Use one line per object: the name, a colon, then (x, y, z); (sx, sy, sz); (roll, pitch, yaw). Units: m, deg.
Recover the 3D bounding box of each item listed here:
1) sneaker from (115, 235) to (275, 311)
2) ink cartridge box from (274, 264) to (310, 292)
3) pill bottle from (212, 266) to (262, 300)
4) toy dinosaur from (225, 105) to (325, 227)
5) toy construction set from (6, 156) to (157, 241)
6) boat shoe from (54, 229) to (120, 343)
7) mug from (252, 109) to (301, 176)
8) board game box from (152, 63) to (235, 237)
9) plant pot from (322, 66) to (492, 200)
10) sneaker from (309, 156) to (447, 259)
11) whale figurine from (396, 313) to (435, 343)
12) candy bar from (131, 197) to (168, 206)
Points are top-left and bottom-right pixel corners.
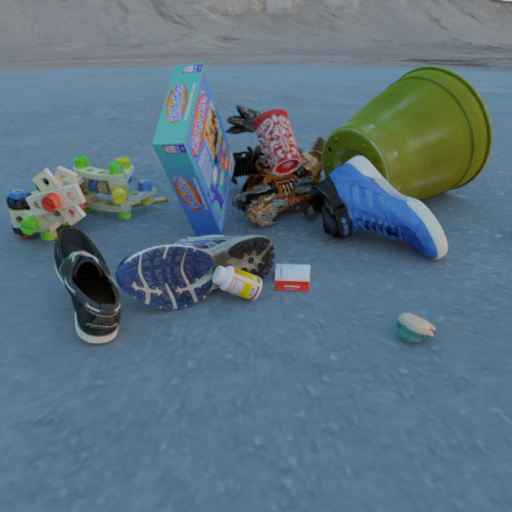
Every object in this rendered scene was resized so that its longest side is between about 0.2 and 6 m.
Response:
sneaker: (-1.198, 0.203, 10.358); (3.014, 1.161, 1.284); (-7, 14, -33)
ink cartridge box: (0.689, 0.409, 10.700); (0.672, 0.198, 0.839); (2, 23, 5)
pill bottle: (-0.339, 0.462, 9.893); (0.821, 0.448, 0.448); (22, 16, -23)
toy dinosaur: (0.610, -2.177, 14.811); (3.092, 2.327, 4.556); (33, 20, 14)
toy construction set: (-4.114, -1.302, 12.881); (2.529, 1.777, 3.857); (5, 14, 10)
boat shoe: (-2.770, 0.279, 9.260); (0.876, 0.825, 2.440); (-8, 44, -28)
mug: (0.514, -2.367, 12.054); (0.810, 1.214, 1.078); (-22, -20, 10)
board game box: (-1.216, -2.166, 11.955); (0.669, 2.973, 2.261); (0, 56, 13)
plant pot: (3.571, -2.723, 14.435); (3.304, 3.431, 3.431); (-29, 36, -29)
sneaker: (2.447, -0.738, 12.162); (1.821, 1.257, 3.274); (-33, 56, -8)
whale figurine: (2.534, 1.171, 8.910); (0.766, 0.398, 0.610); (8, 21, -48)
candy bar: (-2.858, -1.451, 14.923); (1.049, 0.116, 0.261); (-11, 27, -21)
